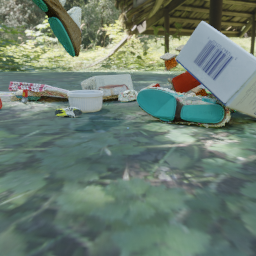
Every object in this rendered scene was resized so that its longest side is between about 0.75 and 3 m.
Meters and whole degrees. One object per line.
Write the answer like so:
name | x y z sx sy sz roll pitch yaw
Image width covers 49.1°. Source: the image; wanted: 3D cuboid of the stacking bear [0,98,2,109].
stacking bear | -5.324 -0.994 10.141 1.275 0.725 0.774 2 13 28

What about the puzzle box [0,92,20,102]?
puzzle box | -5.837 -1.466 12.861 2.052 0.261 1.365 4 15 14

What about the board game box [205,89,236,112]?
board game box | 3.070 -0.985 9.804 0.193 0.892 1.326 -51 34 -14

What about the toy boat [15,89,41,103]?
toy boat | -4.290 -1.330 11.896 1.040 0.575 1.237 2 5 -9

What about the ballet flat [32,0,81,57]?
ballet flat | -2.044 -3.520 8.179 1.080 2.985 1.012 -48 37 -15

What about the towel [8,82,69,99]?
towel | -3.721 -1.614 12.557 2.784 0.416 2.037 10 2 35

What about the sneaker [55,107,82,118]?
sneaker | -1.853 -0.525 8.845 0.868 0.323 0.367 2 14 8

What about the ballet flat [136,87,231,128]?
ballet flat | 1.529 -0.548 7.897 2.672 1.011 0.854 17 12 26

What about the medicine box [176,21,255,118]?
medicine box | 2.978 -1.496 7.730 2.464 1.268 2.245 11 34 -43

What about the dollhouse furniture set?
dollhouse furniture set | 1.648 -1.367 9.093 2.044 2.067 1.065 -29 21 -6

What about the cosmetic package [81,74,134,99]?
cosmetic package | -0.872 -1.779 12.348 2.093 0.913 1.082 -14 2 -43

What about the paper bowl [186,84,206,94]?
paper bowl | 3.575 -2.104 13.763 2.058 1.070 2.058 0 14 0

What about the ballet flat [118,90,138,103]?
ballet flat | 0.124 -1.416 12.213 0.565 0.477 1.493 8 15 33

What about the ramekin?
ramekin | -1.491 -0.956 9.917 1.255 0.659 1.255 0 13 0
